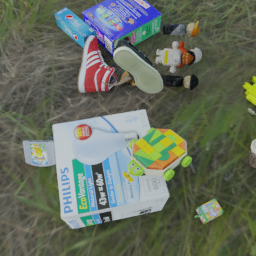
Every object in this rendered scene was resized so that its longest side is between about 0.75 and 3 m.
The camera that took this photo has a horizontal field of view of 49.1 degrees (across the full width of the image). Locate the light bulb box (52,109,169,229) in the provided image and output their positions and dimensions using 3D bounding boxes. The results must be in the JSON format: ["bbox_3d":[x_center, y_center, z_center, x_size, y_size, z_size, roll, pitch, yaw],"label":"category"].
[{"bbox_3d":[-0.614,1.265,8.694,2.950,1.841,2.924,-11,62,-7],"label":"light bulb box"}]

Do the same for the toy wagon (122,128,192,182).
[{"bbox_3d":[0.667,0.726,7.266,1.871,0.370,1.452,-31,52,-26],"label":"toy wagon"}]

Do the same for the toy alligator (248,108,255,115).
[{"bbox_3d":[4.908,-0.154,9.974,0.533,0.582,1.963,-52,34,2],"label":"toy alligator"}]

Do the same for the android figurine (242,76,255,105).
[{"bbox_3d":[5.355,-1.373,11.017,1.466,0.331,1.611,-33,65,-17],"label":"android figurine"}]

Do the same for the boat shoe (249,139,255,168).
[{"bbox_3d":[5.583,0.759,9.526,2.976,0.886,1.069,-9,36,-6],"label":"boat shoe"}]

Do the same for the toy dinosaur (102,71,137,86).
[{"bbox_3d":[-0.033,-1.999,11.196,1.180,0.671,2.221,15,43,15],"label":"toy dinosaur"}]

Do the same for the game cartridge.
[{"bbox_3d":[-2.937,0.857,9.445,1.325,0.884,0.268,-1,15,21],"label":"game cartridge"}]

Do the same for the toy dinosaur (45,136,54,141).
[{"bbox_3d":[-2.578,0.542,10.033,0.779,0.859,0.451,-20,73,28],"label":"toy dinosaur"}]

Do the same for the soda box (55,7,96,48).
[{"bbox_3d":[-2.333,-4.441,12.459,0.671,0.710,2.092,-39,68,-19],"label":"soda box"}]

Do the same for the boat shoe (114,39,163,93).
[{"bbox_3d":[0.346,-1.888,8.606,0.833,2.229,0.739,-30,48,30],"label":"boat shoe"}]

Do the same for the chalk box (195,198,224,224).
[{"bbox_3d":[2.459,2.631,8.727,0.802,0.499,0.497,-24,64,-11],"label":"chalk box"}]

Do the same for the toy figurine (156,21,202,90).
[{"bbox_3d":[2.035,-2.744,10.715,1.521,2.152,2.186,8,62,16],"label":"toy figurine"}]

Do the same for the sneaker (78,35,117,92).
[{"bbox_3d":[-1.096,-2.580,11.316,1.476,0.935,2.625,3,69,6],"label":"sneaker"}]

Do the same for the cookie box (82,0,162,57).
[{"bbox_3d":[-0.238,-4.722,12.437,2.682,1.008,2.294,-34,67,-17],"label":"cookie box"}]
